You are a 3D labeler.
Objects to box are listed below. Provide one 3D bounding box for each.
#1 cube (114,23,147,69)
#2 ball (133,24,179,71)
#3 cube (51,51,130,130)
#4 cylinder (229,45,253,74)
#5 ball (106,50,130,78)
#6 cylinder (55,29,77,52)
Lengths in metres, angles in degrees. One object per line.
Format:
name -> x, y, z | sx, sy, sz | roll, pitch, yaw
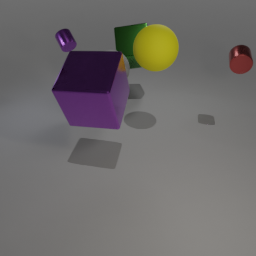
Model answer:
cube -> 0.239, -3.496, 12.168 | 1.400, 1.400, 1.400 | -6, -9, 6
ball -> 0.856, -2.461, 8.658 | 1.400, 1.400, 1.400 | 0, 31, 0
cube -> -0.845, -0.955, 7.081 | 1.400, 1.400, 1.400 | 4, 55, 13
cylinder -> 3.648, -2.224, 9.080 | 0.700, 0.700, 0.700 | 7, 43, 11
ball -> -0.633, -2.248, 10.661 | 1.400, 1.400, 1.400 | 0, 31, 0
cylinder -> -2.639, -3.723, 11.915 | 0.700, 0.700, 0.700 | -21, 77, -32
